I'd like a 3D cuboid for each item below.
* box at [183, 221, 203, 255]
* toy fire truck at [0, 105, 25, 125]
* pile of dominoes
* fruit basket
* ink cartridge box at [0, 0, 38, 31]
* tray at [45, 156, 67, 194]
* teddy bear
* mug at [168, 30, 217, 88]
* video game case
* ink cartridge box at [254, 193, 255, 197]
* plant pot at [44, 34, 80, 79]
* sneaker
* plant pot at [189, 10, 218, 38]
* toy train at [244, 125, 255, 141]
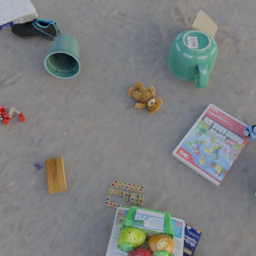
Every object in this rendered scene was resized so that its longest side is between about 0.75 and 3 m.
[{"bbox_3d":[2.013,3.859,9.542,0.684,0.183,1.130,26,66,13],"label":"box"},{"bbox_3d":[-5.005,-0.591,11.851,0.861,0.298,1.222,-35,66,-17],"label":"toy fire truck"},{"bbox_3d":[-0.093,2.443,10.275,1.364,0.217,1.063,12,63,6],"label":"pile of dominoes"},{"bbox_3d":[0.538,3.800,8.765,2.383,1.206,2.573,10,42,8],"label":"fruit basket"},{"bbox_3d":[-6.249,-6.276,14.795,2.274,0.463,2.279,-27,65,-14],"label":"ink cartridge box"},{"bbox_3d":[-2.747,1.774,10.622,0.652,0.245,1.322,-11,62,-6],"label":"tray"},{"bbox_3d":[0.723,-1.360,12.130,1.191,0.548,1.643,-23,64,-9],"label":"teddy bear"},{"bbox_3d":[3.080,-3.238,12.539,2.066,1.555,2.514,-41,68,-20],"label":"mug"},{"bbox_3d":[3.450,0.563,11.258,2.094,0.256,2.929,35,67,17],"label":"video game case"},{"bbox_3d":[6.140,2.303,9.872,2.480,1.041,1.796,34,67,16],"label":"ink cartridge box"},{"bbox_3d":[-2.883,-3.328,12.729,1.557,1.557,1.525,-1,53,0],"label":"plant pot"},{"bbox_3d":[-4.596,-5.010,13.810,2.490,1.020,0.911,3,62,2],"label":"sneaker"},{"bbox_3d":[3.536,-4.607,13.523,1.145,1.294,1.292,27,65,1],"label":"plant pot"},{"bbox_3d":[5.242,0.100,10.963,1.459,0.833,0.632,-3,73,-29],"label":"toy train"}]
